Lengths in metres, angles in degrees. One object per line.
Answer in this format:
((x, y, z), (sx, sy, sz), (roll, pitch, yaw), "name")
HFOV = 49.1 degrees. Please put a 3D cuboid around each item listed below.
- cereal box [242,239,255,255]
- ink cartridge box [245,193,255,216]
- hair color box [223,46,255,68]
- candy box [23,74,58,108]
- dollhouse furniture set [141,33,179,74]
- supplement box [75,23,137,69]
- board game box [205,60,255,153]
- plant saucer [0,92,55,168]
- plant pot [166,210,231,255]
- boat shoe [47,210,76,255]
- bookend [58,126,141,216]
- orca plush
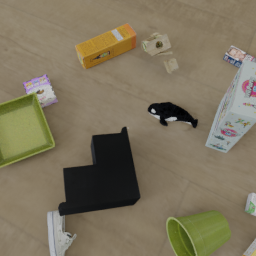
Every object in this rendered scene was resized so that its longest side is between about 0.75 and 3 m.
((5.128, 3.912, 9.072), (2.460, 0.486, 1.770), (-40, 86, -18), "cereal box")
((4.689, 2.789, 9.851), (0.928, 0.390, 0.672), (22, 67, 8), "ink cartridge box")
((5.068, -3.127, 12.690), (1.299, 0.393, 0.650), (33, 69, 15), "hair color box")
((-3.713, -1.511, 11.880), (1.068, 0.456, 1.273), (-23, 66, -10), "candy box")
((1.278, -3.222, 12.351), (0.996, 1.585, 1.792), (-25, 22, 1), "dollhouse furniture set")
((-0.970, -3.701, 12.685), (2.709, 0.901, 0.932), (-29, 68, -14), "supplement box")
((3.859, -0.636, 10.090), (0.939, 2.921, 2.155), (20, 67, 10), "board game box")
((-4.271, 0.106, 10.830), (2.358, 0.564, 2.354), (-21, 81, -10), "plant saucer")
((2.358, 3.423, 9.048), (1.610, 1.696, 1.696), (-15, 65, -21), "plant pot")
((-2.145, 3.690, 9.293), (0.860, 0.746, 2.018), (-9, 53, -11), "boat shoe")
((-1.167, 1.474, 9.778), (2.649, 1.220, 2.632), (-5, 64, -14), "bookend")
((1.832, -0.595, 11.278), (2.110, 0.750, 1.110), (32, 68, 14), "orca plush")
